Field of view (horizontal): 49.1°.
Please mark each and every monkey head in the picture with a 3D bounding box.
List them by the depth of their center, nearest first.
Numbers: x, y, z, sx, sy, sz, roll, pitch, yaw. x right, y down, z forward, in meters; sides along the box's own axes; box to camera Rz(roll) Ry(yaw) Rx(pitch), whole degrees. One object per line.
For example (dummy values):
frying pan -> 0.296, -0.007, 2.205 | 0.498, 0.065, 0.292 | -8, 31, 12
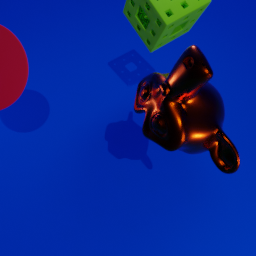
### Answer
monkey head -> 0.813, -0.353, 3.571 | 1.143, 1.365, 1.898 | 1, 54, -31

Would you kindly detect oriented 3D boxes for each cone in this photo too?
cone -> -2.347, -1.130, 5.445 | 1.510, 1.516, 1.510 | 1, 98, 5

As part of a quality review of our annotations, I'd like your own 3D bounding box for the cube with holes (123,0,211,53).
cube with holes -> 0.743, -2.503, 5.786 | 1.117, 1.117, 1.117 | -33, 86, -16
